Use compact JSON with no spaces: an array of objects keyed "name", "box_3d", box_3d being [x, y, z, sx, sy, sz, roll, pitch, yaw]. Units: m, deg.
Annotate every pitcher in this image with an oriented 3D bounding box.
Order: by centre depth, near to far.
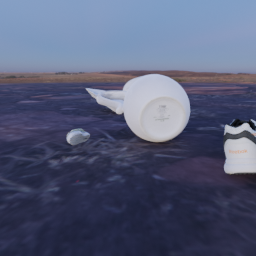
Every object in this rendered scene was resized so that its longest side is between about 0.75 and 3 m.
[{"name":"pitcher","box_3d":[0.292,-0.590,6.938,2.131,1.506,2.484,-8,22,-4]}]

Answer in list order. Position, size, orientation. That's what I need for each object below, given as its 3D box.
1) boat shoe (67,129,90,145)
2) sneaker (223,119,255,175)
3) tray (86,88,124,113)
[{"name":"boat shoe","box_3d":[-1.100,0.164,5.928,0.271,0.314,0.873,36,7,13]},{"name":"sneaker","box_3d":[2.115,0.200,4.754,0.742,0.805,2.012,-8,1,31]},{"name":"tray","box_3d":[-0.717,-1.107,11.627,1.237,0.255,2.303,1,25,-42]}]
